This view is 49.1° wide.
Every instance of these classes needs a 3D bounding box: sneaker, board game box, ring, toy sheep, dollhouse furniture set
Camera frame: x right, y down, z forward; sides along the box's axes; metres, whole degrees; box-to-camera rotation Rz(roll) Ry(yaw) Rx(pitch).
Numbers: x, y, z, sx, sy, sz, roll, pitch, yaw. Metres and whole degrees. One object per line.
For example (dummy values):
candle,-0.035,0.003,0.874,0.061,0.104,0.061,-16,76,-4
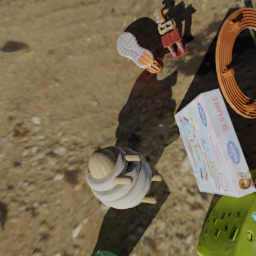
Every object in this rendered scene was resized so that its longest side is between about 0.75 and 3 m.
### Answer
sneaker,0.392,-2.218,8.645,0.699,1.010,1.803,-48,55,17
board game box,2.110,0.489,7.351,0.502,2.433,2.439,-17,83,-8
ring,3.063,-1.557,6.722,2.645,0.254,2.645,0,90,-34
toy sheep,-0.118,1.347,7.430,1.763,1.763,2.557,-45,127,-6
dollhouse furniture set,1.323,-2.933,8.609,0.564,0.746,1.386,-21,66,21

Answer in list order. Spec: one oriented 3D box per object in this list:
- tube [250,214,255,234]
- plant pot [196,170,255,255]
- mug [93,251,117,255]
tube,3.690,3.019,7.825,0.613,0.399,1.582,-18,91,6
plant pot,3.567,2.522,6.994,2.705,2.692,2.455,18,75,2
mug,-0.762,4.091,7.005,1.211,1.609,1.959,38,97,-11
